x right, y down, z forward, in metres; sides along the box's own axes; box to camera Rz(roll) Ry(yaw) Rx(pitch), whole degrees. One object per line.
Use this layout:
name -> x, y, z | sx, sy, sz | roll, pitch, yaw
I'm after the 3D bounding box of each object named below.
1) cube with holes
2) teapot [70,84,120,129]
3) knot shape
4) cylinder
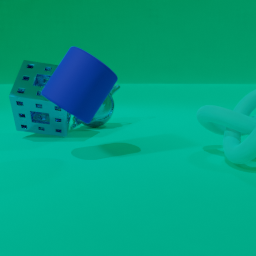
cube with holes -> -1.822, -0.636, 6.204 | 1.111, 1.111, 1.111 | 7, 51, -7
teapot -> -0.913, -0.575, 7.553 | 1.897, 1.179, 0.929 | -44, 16, -22
knot shape -> 1.936, -0.100, 4.645 | 1.772, 0.819, 1.659 | -27, 18, -36
cylinder -> -0.775, -0.682, 4.542 | 0.907, 0.907, 0.907 | 33, -2, 1
